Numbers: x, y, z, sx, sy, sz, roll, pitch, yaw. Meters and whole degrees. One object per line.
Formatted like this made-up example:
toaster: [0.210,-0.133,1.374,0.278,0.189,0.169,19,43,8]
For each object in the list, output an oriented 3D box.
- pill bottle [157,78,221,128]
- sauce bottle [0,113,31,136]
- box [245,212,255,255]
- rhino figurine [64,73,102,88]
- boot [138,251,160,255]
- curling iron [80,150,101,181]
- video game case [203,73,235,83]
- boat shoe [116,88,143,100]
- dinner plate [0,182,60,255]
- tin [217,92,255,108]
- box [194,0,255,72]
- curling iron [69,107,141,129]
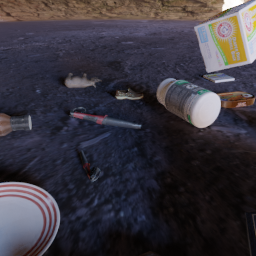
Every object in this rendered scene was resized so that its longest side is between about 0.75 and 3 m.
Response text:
pill bottle: [2.033,-0.965,9.836,1.239,1.239,2.190,-14,30,-26]
sauce bottle: [-4.237,-0.082,8.648,2.360,0.764,0.764,-5,27,-13]
box: [2.547,1.946,3.874,1.520,0.944,1.532,-11,21,23]
rhino figurine: [-2.120,-2.180,13.114,1.797,0.537,0.786,0,37,-4]
boot: [0.566,2.441,3.804,1.591,0.511,1.483,14,22,25]
curling iron: [-1.010,0.928,7.174,0.343,0.177,1.384,-44,32,-3]
video game case: [4.661,-2.575,14.383,1.161,0.128,1.057,-9,28,-17]
boat shoe: [0.068,-1.445,11.732,1.182,0.437,0.437,-3,26,-6]
dinner plate: [-2.368,1.821,5.120,2.192,0.266,2.192,5,31,-3]
tin: [4.280,-1.146,11.276,1.689,0.354,0.946,-8,32,-15]
box: [2.628,-2.293,6.762,1.052,1.167,2.075,-4,26,43]
curling iron: [-0.812,-0.343,9.606,2.687,0.343,0.666,11,28,21]
